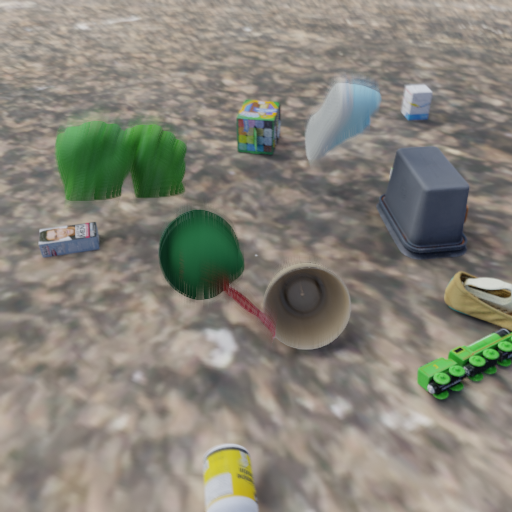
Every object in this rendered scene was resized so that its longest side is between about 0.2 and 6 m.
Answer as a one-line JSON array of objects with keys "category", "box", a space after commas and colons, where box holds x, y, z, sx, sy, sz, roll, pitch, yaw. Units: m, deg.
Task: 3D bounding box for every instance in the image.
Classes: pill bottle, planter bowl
[{"category": "pill bottle", "box": [-0.311, 2.904, 6.775, 0.612, 0.612, 1.092, -5, 39, -6]}, {"category": "planter bowl", "box": [0.791, 0.714, 9.182, 1.374, 1.374, 0.925, 0, 13, 0]}]

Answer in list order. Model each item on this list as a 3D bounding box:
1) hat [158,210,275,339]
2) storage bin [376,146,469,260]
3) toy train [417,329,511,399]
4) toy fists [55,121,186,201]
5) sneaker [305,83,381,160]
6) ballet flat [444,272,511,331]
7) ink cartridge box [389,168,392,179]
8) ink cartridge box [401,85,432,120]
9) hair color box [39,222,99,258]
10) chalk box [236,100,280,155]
[{"category": "hat", "box": [-0.430, 0.110, 8.674, 1.544, 1.754, 1.453, 9, 68, 55]}, {"category": "storage bin", "box": [3.559, -1.197, 11.444, 1.612, 1.488, 2.215, -4, 38, -5]}, {"category": "toy train", "box": [3.345, 1.615, 8.662, 2.018, 0.421, 0.569, -19, 31, -23]}, {"category": "toy fists", "box": [-2.531, -1.902, 10.943, 2.843, 1.449, 0.978, -9, -1, -44]}, {"category": "sneaker", "box": [1.823, -2.719, 11.946, 1.085, 2.648, 0.979, 3, 78, -12]}, {"category": "ballet flat", "box": [4.343, 0.882, 9.318, 2.351, 0.741, 0.807, 18, 41, 21]}, {"category": "ink cartridge box", "box": [3.809, -1.796, 13.110, 1.182, 0.398, 0.692, -7, 38, -9]}, {"category": "ink cartridge box", "box": [4.647, -4.447, 16.235, 0.602, 0.824, 0.605, -4, 38, -6]}, {"category": "hair color box", "box": [-3.745, -0.333, 11.244, 1.111, 0.337, 0.550, -10, 39, -11]}, {"category": "chalk box", "box": [0.034, -3.278, 14.565, 0.990, 0.997, 1.597, 7, 37, 8]}]
